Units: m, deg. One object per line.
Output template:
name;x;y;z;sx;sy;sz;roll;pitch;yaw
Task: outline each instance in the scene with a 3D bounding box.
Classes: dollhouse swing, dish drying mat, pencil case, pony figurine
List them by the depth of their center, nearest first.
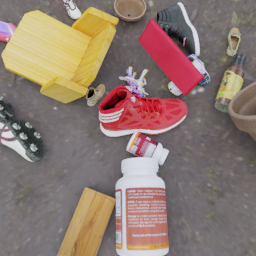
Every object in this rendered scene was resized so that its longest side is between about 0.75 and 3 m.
dish drying mat;1.356;-2.304;9.170;0.234;0.988;2.571;-28;75;-38
dollhouse swing;-2.334;-2.752;9.177;2.559;2.645;2.911;30;72;-26
pencil case;1.963;-1.679;9.475;0.607;1.338;0.556;-1;61;-43
pony figurine;0.188;-1.596;9.794;1.111;0.958;1.151;9;57;-7

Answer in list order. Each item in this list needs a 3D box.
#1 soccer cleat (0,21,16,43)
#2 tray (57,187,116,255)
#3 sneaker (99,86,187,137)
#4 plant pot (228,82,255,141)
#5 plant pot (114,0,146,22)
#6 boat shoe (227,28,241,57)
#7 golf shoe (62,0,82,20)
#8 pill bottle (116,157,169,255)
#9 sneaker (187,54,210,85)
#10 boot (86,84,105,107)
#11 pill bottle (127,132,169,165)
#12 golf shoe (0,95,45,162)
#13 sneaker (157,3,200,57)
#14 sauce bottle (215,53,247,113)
soccer cleat;-4.219;-3.431;10.380;2.321;0.774;0.887;24;69;10
tray;-1.217;3.009;8.506;1.054;0.396;2.137;19;74;6
sneaker;0.521;-0.587;8.865;2.997;1.731;1.174;-15;64;-5
plant pot;4.755;-0.141;8.375;2.705;2.705;2.359;-36;106;-11
plant pot;0.056;-4.498;10.763;1.220;0.563;1.220;2;69;-5
boat shoe;4.000;-3.278;10.492;0.451;0.385;1.230;10;73;3
golf shoe;-2.225;-4.705;10.885;0.459;0.524;1.189;-35;77;-11
pill bottle;0.384;2.255;8.163;1.478;1.478;2.635;-1;73;0
sneaker;2.554;-2.103;9.922;1.269;0.489;0.540;51;46;-18
boot;-1.120;-1.251;9.671;0.340;0.726;0.934;33;75;10
pill bottle;0.644;0.689;9.073;1.256;0.709;0.709;27;74;6
golf shoe;-3.929;0.190;9.203;2.934;1.133;1.292;44;101;12
sneaker;1.774;-3.502;10.375;1.195;0.852;2.410;-17;69;-2
sauce bottle;3.657;-1.623;9.828;0.712;0.712;2.202;21;71;6
